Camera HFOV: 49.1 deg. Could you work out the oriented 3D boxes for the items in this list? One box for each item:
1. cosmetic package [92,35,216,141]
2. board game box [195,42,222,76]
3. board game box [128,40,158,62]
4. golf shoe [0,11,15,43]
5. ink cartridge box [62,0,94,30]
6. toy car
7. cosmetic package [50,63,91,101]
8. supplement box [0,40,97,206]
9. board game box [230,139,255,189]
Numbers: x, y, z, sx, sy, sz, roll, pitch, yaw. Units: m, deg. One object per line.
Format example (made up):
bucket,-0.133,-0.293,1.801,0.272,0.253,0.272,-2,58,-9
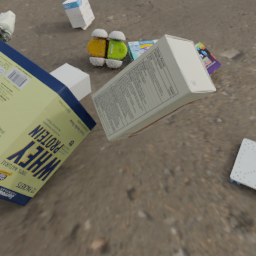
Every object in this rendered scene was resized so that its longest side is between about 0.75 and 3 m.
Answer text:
cosmetic package,0.466,-0.778,6.348,1.103,2.527,1.306,-10,76,-46
board game box,2.701,-2.493,10.953,1.602,0.454,1.324,-38,81,-30
board game box,0.946,-2.902,11.645,1.564,0.486,2.072,-8,48,-7
golf shoe,-3.740,-2.851,8.071,1.798,0.704,0.874,7,71,41
ink cartridge box,-2.353,-5.582,13.622,0.881,1.407,0.904,3,45,27
toy car,-0.796,-3.249,11.596,1.631,1.427,1.223,9,11,9
cosmetic package,-2.485,-1.266,9.862,1.235,0.888,2.189,32,54,26
supplement box,-3.075,-0.159,7.424,2.955,1.984,2.952,35,78,28
board game box,3.938,1.199,8.008,1.678,0.217,1.679,22,50,20
